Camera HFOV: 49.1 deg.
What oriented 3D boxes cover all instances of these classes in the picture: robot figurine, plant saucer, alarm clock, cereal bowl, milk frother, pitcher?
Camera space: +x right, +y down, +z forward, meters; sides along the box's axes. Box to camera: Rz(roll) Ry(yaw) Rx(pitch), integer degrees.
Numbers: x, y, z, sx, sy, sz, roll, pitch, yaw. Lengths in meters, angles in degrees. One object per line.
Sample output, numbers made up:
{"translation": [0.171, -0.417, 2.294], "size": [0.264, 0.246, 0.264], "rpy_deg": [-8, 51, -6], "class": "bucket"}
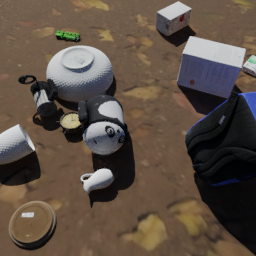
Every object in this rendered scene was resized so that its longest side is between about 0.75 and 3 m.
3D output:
{"translation": [-0.810, -0.206, 9.534], "size": [1.704, 1.416, 2.269], "rpy_deg": [0, 50, -5], "class": "robot figurine"}
{"translation": [-2.808, 2.771, 8.197], "size": [1.385, 0.204, 1.385], "rpy_deg": [-1, 54, 1], "class": "plant saucer"}
{"translation": [-1.938, -0.238, 10.279], "size": [1.211, 0.403, 0.817], "rpy_deg": [-29, 58, -17], "class": "alarm clock"}
{"translation": [-2.001, -2.450, 11.453], "size": [2.762, 1.150, 2.762], "rpy_deg": [0, 53, 0], "class": "cereal bowl"}
{"translation": [-3.370, -1.263, 10.438], "size": [1.288, 1.162, 1.211], "rpy_deg": [-2, 48, -35], "class": "milk frother"}
{"translation": [-0.995, 1.604, 8.886], "size": [0.952, 0.577, 0.817], "rpy_deg": [-25, 39, -12], "class": "pitcher"}

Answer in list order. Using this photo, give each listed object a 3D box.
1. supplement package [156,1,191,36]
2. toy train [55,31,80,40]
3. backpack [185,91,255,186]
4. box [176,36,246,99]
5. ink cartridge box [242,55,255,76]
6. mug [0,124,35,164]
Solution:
{"translation": [2.223, -5.361, 13.722], "size": [1.513, 0.917, 0.906], "rpy_deg": [-35, 61, -23], "class": "supplement package"}
{"translation": [-2.906, -4.431, 13.467], "size": [1.226, 0.256, 0.346], "rpy_deg": [11, 64, 8], "class": "toy train"}
{"translation": [3.248, 0.537, 8.261], "size": [2.278, 2.714, 2.205], "rpy_deg": [1, 63, -34], "class": "backpack"}
{"translation": [3.218, -2.386, 11.060], "size": [2.188, 1.666, 1.163], "rpy_deg": [19, 56, 13], "class": "box"}
{"translation": [5.666, -2.597, 12.101], "size": [1.146, 0.287, 0.922], "rpy_deg": [32, 60, 23], "class": "ink cartridge box"}
{"translation": [-3.970, 0.558, 9.419], "size": [1.227, 1.033, 1.399], "rpy_deg": [-30, 29, -11], "class": "mug"}
